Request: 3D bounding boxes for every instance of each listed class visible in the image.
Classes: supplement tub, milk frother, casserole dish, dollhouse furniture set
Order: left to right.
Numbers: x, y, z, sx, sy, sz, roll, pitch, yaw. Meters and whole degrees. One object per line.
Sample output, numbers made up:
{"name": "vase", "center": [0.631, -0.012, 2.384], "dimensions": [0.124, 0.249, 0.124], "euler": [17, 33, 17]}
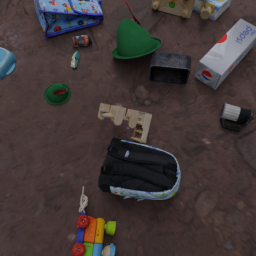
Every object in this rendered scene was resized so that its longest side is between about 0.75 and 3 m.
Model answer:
{"name": "casserole dish", "center": [-5.565, -2.737, 10.985], "dimensions": [2.341, 0.454, 1.418], "euler": [19, 65, 10]}
{"name": "supplement tub", "center": [-1.860, -3.555, 11.416], "dimensions": [0.765, 0.409, 0.409], "euler": [-8, 63, -5]}
{"name": "dollhouse furniture set", "center": [-0.100, -0.139, 8.886], "dimensions": [1.483, 1.362, 0.965], "euler": [11, 93, -28]}
{"name": "milk frother", "center": [3.690, -0.428, 9.507], "dimensions": [0.934, 0.993, 0.896], "euler": [16, 68, 8]}

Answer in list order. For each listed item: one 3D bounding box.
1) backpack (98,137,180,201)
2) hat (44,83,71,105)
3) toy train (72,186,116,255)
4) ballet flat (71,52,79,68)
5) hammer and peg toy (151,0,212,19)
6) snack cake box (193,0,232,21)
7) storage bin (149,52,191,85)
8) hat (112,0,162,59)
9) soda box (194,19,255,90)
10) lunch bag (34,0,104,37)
{"name": "backpack", "center": [0.480, 1.336, 8.402], "dimensions": [2.193, 1.686, 1.789], "euler": [-1, 54, 22]}
{"name": "hat", "center": [-2.560, -1.477, 10.016], "dimensions": [1.153, 1.015, 0.955], "euler": [6, 63, 3]}
{"name": "toy train", "center": [-0.873, 2.746, 8.026], "dimensions": [1.190, 0.870, 2.056], "euler": [9, 63, -7]}
{"name": "ballet flat", "center": [-2.117, -2.700, 11.071], "dimensions": [0.251, 0.297, 0.787], "euler": [-8, 57, 21]}
{"name": "hammer and peg toy", "center": [2.359, -5.635, 11.663], "dimensions": [2.596, 1.910, 0.916], "euler": [19, 45, 10]}
{"name": "snack cake box", "center": [3.335, -5.874, 12.394], "dimensions": [2.241, 0.753, 1.289], "euler": [37, 70, 17]}
{"name": "storage bin", "center": [1.537, -2.203, 10.400], "dimensions": [1.464, 0.990, 0.686], "euler": [7, 64, 4]}
{"name": "hat", "center": [0.014, -3.912, 10.352], "dimensions": [1.936, 2.057, 2.337], "euler": [-32, 36, -21]}
{"name": "soda box", "center": [3.840, -2.868, 10.763], "dimensions": [1.004, 0.933, 2.940], "euler": [38, 69, 18]}
{"name": "lunch bag", "center": [-2.438, -5.200, 11.967], "dimensions": [2.783, 1.309, 2.095], "euler": [-14, 62, -21]}
